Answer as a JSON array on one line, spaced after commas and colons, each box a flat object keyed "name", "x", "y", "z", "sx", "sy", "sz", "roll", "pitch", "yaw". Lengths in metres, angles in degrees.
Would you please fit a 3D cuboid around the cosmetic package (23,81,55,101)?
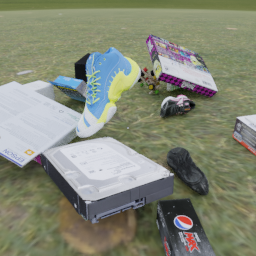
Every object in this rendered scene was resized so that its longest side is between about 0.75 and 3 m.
[{"name": "cosmetic package", "x": -3.134, "y": -1.043, "z": 9.512, "sx": 0.826, "sy": 0.826, "sz": 1.002, "roll": 20, "pitch": 33, "yaw": 34}]

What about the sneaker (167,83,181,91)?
[{"name": "sneaker", "x": 2.379, "y": -1.943, "z": 11.316, "sx": 1.197, "sy": 0.747, "sz": 2.029, "roll": 18, "pitch": 34, "yaw": 25}]

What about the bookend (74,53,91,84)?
[{"name": "bookend", "x": -1.115, "y": -2.616, "z": 12.396, "sx": 1.963, "sy": 0.910, "sz": 1.976, "roll": 5, "pitch": 28, "yaw": 7}]

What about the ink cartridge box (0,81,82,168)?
[{"name": "ink cartridge box", "x": -2.919, "y": -0.125, "z": 7.361, "sx": 2.697, "sy": 0.595, "sz": 2.747, "roll": 27, "pitch": 34, "yaw": 12}]

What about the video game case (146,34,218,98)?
[{"name": "video game case", "x": 2.002, "y": -2.357, "z": 10.594, "sx": 2.524, "sy": 0.452, "sz": 2.287, "roll": 12, "pitch": 47, "yaw": -26}]

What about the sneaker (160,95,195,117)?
[{"name": "sneaker", "x": 1.671, "y": -0.709, "z": 9.141, "sx": 0.661, "sy": 0.615, "sz": 1.531, "roll": 25, "pitch": 38, "yaw": 37}]

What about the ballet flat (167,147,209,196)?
[{"name": "ballet flat", "x": 1.294, "y": 0.933, "z": 6.373, "sx": 0.575, "sy": 0.491, "sz": 1.729, "roll": -29, "pitch": 24, "yaw": 3}]

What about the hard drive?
[{"name": "hard drive", "x": -0.555, "y": 0.855, "z": 5.747, "sx": 1.797, "sy": 0.487, "sz": 2.572, "roll": -11, "pitch": 21, "yaw": -29}]

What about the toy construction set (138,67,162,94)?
[{"name": "toy construction set", "x": 1.126, "y": -1.924, "z": 10.964, "sx": 1.389, "sy": 1.067, "sz": 1.159, "roll": -35, "pitch": -12, "yaw": 8}]

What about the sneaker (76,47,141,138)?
[{"name": "sneaker", "x": -0.809, "y": -1.062, "z": 7.339, "sx": 1.014, "sy": 1.406, "sz": 2.677, "roll": -14, "pitch": 36, "yaw": 53}]

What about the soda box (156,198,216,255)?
[{"name": "soda box", "x": 0.908, "y": 1.878, "z": 4.289, "sx": 0.617, "sy": 0.552, "sz": 1.744, "roll": -2, "pitch": 29, "yaw": -6}]

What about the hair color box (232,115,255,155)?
[{"name": "hair color box", "x": 4.093, "y": 0.101, "z": 7.536, "sx": 2.104, "sy": 0.673, "sz": 1.167, "roll": -6, "pitch": 29, "yaw": -15}]

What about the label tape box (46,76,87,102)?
[{"name": "label tape box", "x": -1.921, "y": -1.429, "z": 9.721, "sx": 1.062, "sy": 0.466, "sz": 1.472, "roll": 15, "pitch": -12, "yaw": 27}]
